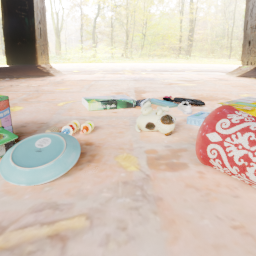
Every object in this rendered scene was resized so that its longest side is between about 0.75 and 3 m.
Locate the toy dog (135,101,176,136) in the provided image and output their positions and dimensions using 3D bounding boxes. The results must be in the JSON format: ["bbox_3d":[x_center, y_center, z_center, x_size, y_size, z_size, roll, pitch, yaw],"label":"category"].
[{"bbox_3d":[1.124,-0.286,10.697,1.508,1.052,1.462,17,37,42],"label":"toy dog"}]

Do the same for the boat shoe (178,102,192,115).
[{"bbox_3d":[2.873,-1.090,14.159,0.566,0.517,1.573,0,17,0],"label":"boat shoe"}]

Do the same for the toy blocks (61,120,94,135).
[{"bbox_3d":[-1.906,0.063,10.492,1.014,0.442,1.217,3,17,10],"label":"toy blocks"}]

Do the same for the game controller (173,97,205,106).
[{"bbox_3d":[3.306,-1.396,15.195,1.697,0.357,0.885,5,19,-7],"label":"game controller"}]

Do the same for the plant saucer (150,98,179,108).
[{"bbox_3d":[1.864,-1.407,15.796,0.740,0.201,2.117,-12,20,-34],"label":"plant saucer"}]

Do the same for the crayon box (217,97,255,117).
[{"bbox_3d":[5.638,-0.885,13.176,2.699,0.696,1.697,-12,20,-36],"label":"crayon box"}]

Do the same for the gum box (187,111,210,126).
[{"bbox_3d":[3.545,-0.344,11.967,1.594,0.355,1.354,14,21,38],"label":"gum box"}]

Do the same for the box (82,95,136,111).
[{"bbox_3d":[-1.090,-1.413,15.312,2.600,0.473,1.877,-7,18,-18],"label":"box"}]

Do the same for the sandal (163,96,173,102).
[{"bbox_3d":[2.356,-1.788,16.709,0.629,0.377,1.674,0,17,-1],"label":"sandal"}]

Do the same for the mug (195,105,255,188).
[{"bbox_3d":[3.389,0.562,6.750,2.331,1.752,2.626,-12,24,-29],"label":"mug"}]

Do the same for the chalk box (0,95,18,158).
[{"bbox_3d":[-4.670,0.012,8.209,2.995,1.856,1.869,7,19,24],"label":"chalk box"}]

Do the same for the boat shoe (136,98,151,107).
[{"bbox_3d":[0.829,-1.454,15.532,0.522,0.407,1.150,13,23,26],"label":"boat shoe"}]

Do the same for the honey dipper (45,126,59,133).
[{"bbox_3d":[-3.060,0.358,9.744,0.339,0.339,1.785,7,20,21],"label":"honey dipper"}]

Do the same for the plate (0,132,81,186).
[{"bbox_3d":[-2.387,0.676,7.574,2.189,0.280,2.189,-5,35,4],"label":"plate"}]
